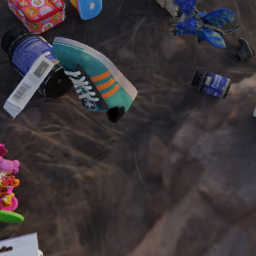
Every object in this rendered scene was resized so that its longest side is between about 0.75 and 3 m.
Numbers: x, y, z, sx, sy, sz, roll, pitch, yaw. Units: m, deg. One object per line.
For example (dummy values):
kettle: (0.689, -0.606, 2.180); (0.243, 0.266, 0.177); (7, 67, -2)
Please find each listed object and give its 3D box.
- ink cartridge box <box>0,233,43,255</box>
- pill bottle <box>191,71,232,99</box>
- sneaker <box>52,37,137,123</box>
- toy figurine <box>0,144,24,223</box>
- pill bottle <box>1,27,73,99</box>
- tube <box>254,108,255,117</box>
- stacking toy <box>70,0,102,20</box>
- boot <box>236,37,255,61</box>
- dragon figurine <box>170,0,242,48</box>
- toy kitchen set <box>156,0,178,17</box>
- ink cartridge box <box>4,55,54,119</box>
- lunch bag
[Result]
ink cartridge box: (-2.992, 3.706, 6.941); (1.754, 0.384, 1.771); (-11, 69, -5)
pill bottle: (2.694, -1.442, 9.108); (1.177, 0.659, 0.659); (21, 68, 10)
sneaker: (-0.771, -0.969, 6.507); (0.971, 2.721, 1.087); (16, 78, 40)
toy figurine: (-3.657, 1.364, 7.610); (2.118, 1.590, 1.950); (17, 55, -16)
pill bottle: (-2.925, -2.162, 9.034); (2.437, 1.363, 1.363); (42, 72, 16)
tube: (4.744, -0.277, 8.773); (1.516, 0.440, 0.394); (20, 30, 6)
stacking toy: (-1.886, -4.959, 10.642); (1.022, 0.966, 1.761); (-38, 60, -22)
boot: (4.004, -2.786, 9.909); (0.581, 0.325, 0.840); (-25, 67, -5)
dragon figurine: (1.844, -2.243, 6.227); (2.606, 0.767, 1.295); (5, 20, -28)
toy kitchen set: (1.989, -5.945, 10.430); (2.103, 1.902, 2.332); (-28, 69, -12)
ink cartridge box: (-2.096, -0.759, 5.697); (0.399, 1.397, 1.136); (38, 66, -25)
lunch bag: (-3.325, -4.621, 10.476); (1.819, 0.846, 2.065); (-37, 71, -20)
